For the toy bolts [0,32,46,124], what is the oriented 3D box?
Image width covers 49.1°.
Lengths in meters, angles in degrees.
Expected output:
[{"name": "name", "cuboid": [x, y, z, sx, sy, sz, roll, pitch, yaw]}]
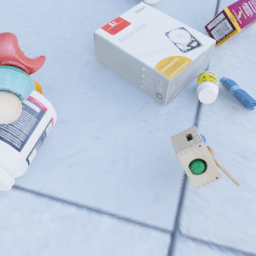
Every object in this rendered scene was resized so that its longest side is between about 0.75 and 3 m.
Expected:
[{"name": "toy bolts", "cuboid": [-2.942, -0.690, 6.586, 2.586, 2.470, 1.793, -13, 61, 38]}]

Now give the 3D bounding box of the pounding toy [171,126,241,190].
[{"name": "pounding toy", "cuboid": [1.660, 0.699, 6.171, 0.898, 1.163, 1.263, -28, 16, 11]}]

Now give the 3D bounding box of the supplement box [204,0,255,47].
[{"name": "supplement box", "cuboid": [3.760, -3.729, 9.409, 2.060, 1.136, 0.882, -35, 92, -21]}]

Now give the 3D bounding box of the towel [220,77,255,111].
[{"name": "towel", "cuboid": [3.195, -1.024, 8.073, 0.665, 0.289, 1.192, 5, 42, -49]}]

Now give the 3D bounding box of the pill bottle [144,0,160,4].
[{"name": "pill bottle", "cuboid": [0.726, -5.827, 11.009, 1.101, 1.101, 1.946, -13, 56, -8]}]

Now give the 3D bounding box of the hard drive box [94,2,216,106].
[{"name": "hard drive box", "cuboid": [0.765, -2.381, 8.672, 2.919, 1.121, 2.275, 36, 62, 22]}]

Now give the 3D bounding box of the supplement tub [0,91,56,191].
[{"name": "supplement tub", "cuboid": [-2.835, 0.199, 6.659, 1.533, 1.533, 2.184, 16, 56, 11]}]

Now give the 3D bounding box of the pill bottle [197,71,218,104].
[{"name": "pill bottle", "cuboid": [2.276, -1.165, 8.020, 0.584, 0.584, 1.022, 10, 40, 7]}]
